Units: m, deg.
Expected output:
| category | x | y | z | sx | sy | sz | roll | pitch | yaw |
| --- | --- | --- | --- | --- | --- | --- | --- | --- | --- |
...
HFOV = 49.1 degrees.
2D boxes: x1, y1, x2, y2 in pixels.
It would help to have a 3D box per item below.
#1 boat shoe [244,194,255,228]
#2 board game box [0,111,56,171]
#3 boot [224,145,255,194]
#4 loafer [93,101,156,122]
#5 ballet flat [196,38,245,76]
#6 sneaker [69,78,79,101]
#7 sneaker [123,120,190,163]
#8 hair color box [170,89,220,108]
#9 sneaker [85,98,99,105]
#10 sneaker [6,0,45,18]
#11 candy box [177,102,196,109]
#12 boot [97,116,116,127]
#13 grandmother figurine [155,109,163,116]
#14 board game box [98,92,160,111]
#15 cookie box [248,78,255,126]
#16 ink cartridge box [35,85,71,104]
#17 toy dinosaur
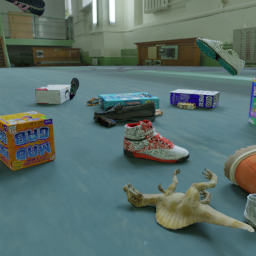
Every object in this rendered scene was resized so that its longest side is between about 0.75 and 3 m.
| category | x | y | z | sx | sy | sz | roll | pitch | yaw |
| --- | --- | --- | --- | --- | --- | --- | --- | --- | --- |
| boat shoe | 2.817 | 1.367 | 4.752 | 1.645 | 0.528 | 0.606 | 0 | 16 | 0 |
| board game box | -2.744 | 0.280 | 7.420 | 1.159 | 1.159 | 1.160 | -13 | 20 | -39 |
| boot | 3.570 | 0.787 | 5.816 | 2.694 | 1.011 | 1.445 | -20 | 24 | -12 |
| loafer | -0.139 | -0.724 | 11.595 | 2.606 | 0.820 | 0.936 | -1 | 16 | -3 |
| ballet flat | 3.473 | -2.789 | 10.451 | 2.059 | 0.715 | 0.715 | 46 | 35 | 17 |
| sneaker | -1.784 | -1.269 | 9.219 | 0.286 | 0.769 | 0.336 | 12 | 39 | -8 |
| sneaker | 0.746 | 0.331 | 7.566 | 1.842 | 0.987 | 0.615 | 5 | 17 | 17 |
| hair color box | 3.507 | -1.567 | 14.761 | 2.298 | 0.745 | 1.256 | 7 | 16 | 30 |
| sneaker | -1.827 | -1.424 | 14.900 | 0.990 | 0.382 | 0.387 | -14 | 23 | -36 |
| sneaker | -2.320 | -2.670 | 6.006 | 1.034 | 0.363 | 0.424 | 19 | -28 | -14 |
| candy box | 2.940 | -1.122 | 14.092 | 0.824 | 0.228 | 0.475 | 8 | 19 | 25 |
| boot | -0.844 | -0.233 | 10.938 | 0.414 | 0.319 | 0.854 | 0 | 22 | -42 |
| grandmother figurine | 1.066 | -0.645 | 12.358 | 0.959 | 0.290 | 0.581 | -9 | 9 | -36 |
| board game box | -0.012 | -1.280 | 13.931 | 2.607 | 0.612 | 1.968 | -5 | 16 | -16 |
| cookie box | 5.186 | -0.900 | 10.453 | 0.669 | 1.780 | 1.522 | 0 | 16 | -1 |
| ink cartridge box | -4.169 | -1.931 | 15.864 | 1.431 | 0.830 | 1.939 | 2 | 17 | 7 |
| toy dinosaur | 1.115 | 1.356 | 4.955 | 2.518 | 0.733 | 1.273 | 4 | 30 | 42 |
